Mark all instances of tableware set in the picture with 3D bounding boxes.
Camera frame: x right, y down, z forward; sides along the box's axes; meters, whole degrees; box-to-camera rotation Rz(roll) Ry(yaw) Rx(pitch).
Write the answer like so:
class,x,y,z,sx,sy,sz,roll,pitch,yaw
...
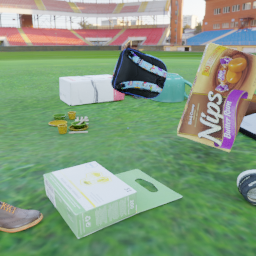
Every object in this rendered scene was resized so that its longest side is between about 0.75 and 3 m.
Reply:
class,x,y,z,sx,sy,sz,roll,pitch,yaw
tableware set,-2.014,-0.236,9.449,1.363,0.311,2.024,-3,18,-7

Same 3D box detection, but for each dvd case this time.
class,x,y,z,sx,sy,sz,roll,pitch,yaw
dvd case,4.637,-0.211,8.665,2.392,0.210,1.707,-16,20,-8

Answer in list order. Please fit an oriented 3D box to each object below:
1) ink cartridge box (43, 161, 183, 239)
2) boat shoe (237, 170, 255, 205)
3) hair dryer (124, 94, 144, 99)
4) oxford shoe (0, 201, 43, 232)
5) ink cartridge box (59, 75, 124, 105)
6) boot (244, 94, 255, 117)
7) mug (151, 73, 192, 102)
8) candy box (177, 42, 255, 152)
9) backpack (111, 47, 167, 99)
class,x,y,z,sx,sy,sz,roll,pitch,yaw
ink cartridge box,-0.266,1.045,5.036,2.064,0.495,1.502,-13,21,-31
boat shoe,2.855,1.049,4.749,1.840,0.696,0.555,-8,14,14
hair dryer,0.241,-1.849,14.483,1.630,0.443,1.242,6,19,22
oxford shoe,-1.832,1.323,4.243,1.030,0.376,0.367,-3,17,-8
ink cartridge box,-1.763,-1.877,13.426,2.646,1.095,1.939,-9,19,-27
boot,5.043,-0.516,9.940,2.995,1.025,2.819,19,17,29
mug,2.101,-2.023,13.666,1.998,1.236,1.642,-6,18,-18
candy box,2.095,-0.697,6.510,1.299,2.227,0.629,19,15,6
backpack,0.275,-1.218,6.483,1.144,1.044,0.769,14,7,-14
